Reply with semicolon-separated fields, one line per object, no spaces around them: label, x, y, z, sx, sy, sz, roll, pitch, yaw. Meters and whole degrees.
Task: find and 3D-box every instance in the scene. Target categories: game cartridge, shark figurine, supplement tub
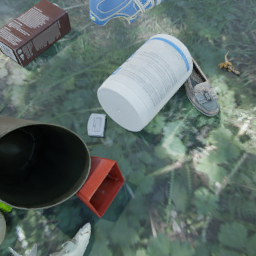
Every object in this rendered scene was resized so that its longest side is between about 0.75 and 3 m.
game cartridge;-0.990;-0.087;8.742;0.522;0.158;0.782;6;60;-1
shark figurine;-1.726;2.993;6.523;0.811;1.944;1.162;-4;87;40
supplement tub;0.573;-1.417;8.565;1.787;1.787;2.709;35;65;18

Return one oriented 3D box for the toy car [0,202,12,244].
toy car;-4.374;2.335;6.803;2.371;1.871;1.948;-8;51;29

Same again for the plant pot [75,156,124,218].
plant pot;-0.933;1.409;7.344;1.052;1.194;1.193;22;62;25

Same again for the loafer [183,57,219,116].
loafer;2.288;-1.422;9.186;0.802;0.702;2.232;-19;62;-10

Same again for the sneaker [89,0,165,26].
sneaker;0.099;-2.742;5.772;2.445;0.942;0.926;-25;57;-39

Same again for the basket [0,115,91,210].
basket;-2.685;0.610;6.840;2.736;2.467;1.861;12;90;45

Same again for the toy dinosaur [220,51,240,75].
toy dinosaur;3.557;-2.266;9.970;0.578;0.329;1.088;-4;61;-32

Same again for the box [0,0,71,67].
box;-3.458;-3.531;10.294;1.275;0.954;2.546;35;67;19
